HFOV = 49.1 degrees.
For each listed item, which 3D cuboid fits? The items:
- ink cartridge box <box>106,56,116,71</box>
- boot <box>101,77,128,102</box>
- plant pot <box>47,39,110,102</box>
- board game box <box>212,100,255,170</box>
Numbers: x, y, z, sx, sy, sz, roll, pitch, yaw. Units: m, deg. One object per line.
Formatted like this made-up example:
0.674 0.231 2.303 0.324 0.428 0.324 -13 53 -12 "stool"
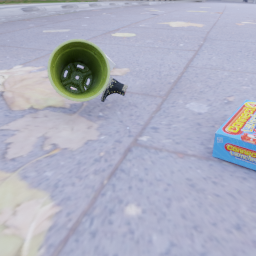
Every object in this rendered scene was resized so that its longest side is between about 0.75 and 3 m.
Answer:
-1.058 -2.927 11.897 0.989 0.413 0.718 50 11 34 "ink cartridge box"
-0.427 -1.118 8.805 0.647 0.857 0.309 24 -10 0 "boot"
-1.432 -1.541 8.106 1.640 1.640 1.557 -7 3 -12 "plant pot"
3.480 0.226 6.454 2.261 0.645 2.309 18 34 32 "board game box"
